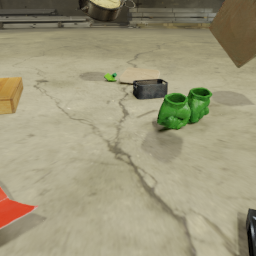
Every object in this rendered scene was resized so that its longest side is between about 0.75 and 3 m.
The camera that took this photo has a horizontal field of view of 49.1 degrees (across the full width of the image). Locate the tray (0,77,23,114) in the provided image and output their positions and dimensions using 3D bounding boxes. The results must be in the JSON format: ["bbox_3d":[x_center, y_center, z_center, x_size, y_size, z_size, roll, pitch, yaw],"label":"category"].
[{"bbox_3d":[-4.336,-1.130,9.229,1.405,0.528,2.849,-6,25,-13],"label":"tray"}]

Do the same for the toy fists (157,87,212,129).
[{"bbox_3d":[1.481,-0.454,7.212,1.730,0.882,0.595,-17,49,-35],"label":"toy fists"}]

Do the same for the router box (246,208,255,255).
[{"bbox_3d":[1.912,1.451,3.510,0.733,0.244,0.932,7,24,17],"label":"router box"}]

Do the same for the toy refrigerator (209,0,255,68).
[{"bbox_3d":[1.467,-1.275,2.730,0.634,0.688,1.813,-34,-5,-2],"label":"toy refrigerator"}]

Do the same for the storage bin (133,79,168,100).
[{"bbox_3d":[0.773,-1.367,9.777,1.109,0.520,0.750,-6,24,-16],"label":"storage bin"}]

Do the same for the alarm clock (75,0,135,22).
[{"bbox_3d":[-0.693,-4.053,9.099,2.048,0.682,1.381,-9,61,-24],"label":"alarm clock"}]

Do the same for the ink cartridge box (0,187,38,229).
[{"bbox_3d":[-2.637,0.977,3.244,2.623,0.658,2.127,-6,13,46],"label":"ink cartridge box"}]

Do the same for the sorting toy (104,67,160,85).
[{"bbox_3d":[0.173,-2.193,11.937,2.254,0.332,1.666,7,29,8],"label":"sorting toy"}]
